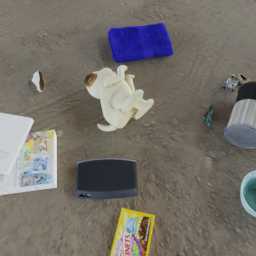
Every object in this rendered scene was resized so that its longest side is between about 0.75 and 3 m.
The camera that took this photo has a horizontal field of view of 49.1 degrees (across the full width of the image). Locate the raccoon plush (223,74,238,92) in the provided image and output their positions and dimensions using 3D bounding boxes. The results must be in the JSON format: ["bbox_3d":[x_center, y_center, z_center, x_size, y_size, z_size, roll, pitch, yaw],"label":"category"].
[{"bbox_3d":[4.609,-2.183,12.470,0.569,0.788,1.176,10,58,6],"label":"raccoon plush"}]

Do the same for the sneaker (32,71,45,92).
[{"bbox_3d":[-4.093,-2.043,12.695,0.465,0.400,1.098,-24,61,16],"label":"sneaker"}]

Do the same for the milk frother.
[{"bbox_3d":[5.002,-0.794,10.481,2.237,2.478,2.331,11,57,28],"label":"milk frother"}]

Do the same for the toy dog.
[{"bbox_3d":[-0.611,-1.370,11.588,2.535,1.824,2.614,-49,65,17],"label":"toy dog"}]

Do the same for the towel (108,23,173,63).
[{"bbox_3d":[0.591,-4.305,13.835,2.983,0.739,2.203,-11,58,-7],"label":"towel"}]

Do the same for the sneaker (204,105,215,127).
[{"bbox_3d":[3.399,-0.561,11.685,0.419,0.399,1.057,10,58,8],"label":"sneaker"}]

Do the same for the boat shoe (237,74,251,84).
[{"bbox_3d":[5.378,-2.079,12.686,0.348,0.314,0.966,-29,62,-17],"label":"boat shoe"}]

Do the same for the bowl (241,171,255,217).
[{"bbox_3d":[4.561,2.376,9.538,1.687,0.883,1.687,0,58,1],"label":"bowl"}]

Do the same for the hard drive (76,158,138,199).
[{"bbox_3d":[-0.767,1.779,10.154,2.226,0.471,1.501,-2,58,-1],"label":"hard drive"}]

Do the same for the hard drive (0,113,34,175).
[{"bbox_3d":[-4.665,0.522,10.450,1.501,0.299,2.277,9,59,8],"label":"hard drive"}]

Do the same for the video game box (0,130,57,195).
[{"bbox_3d":[-3.733,1.231,10.474,2.071,0.532,2.273,-8,58,-2],"label":"video game box"}]

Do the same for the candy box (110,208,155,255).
[{"bbox_3d":[0.091,3.821,8.973,1.166,0.301,2.281,10,58,9],"label":"candy box"}]
